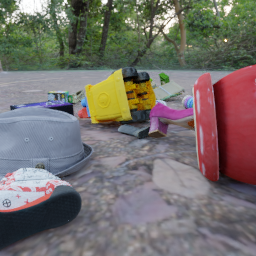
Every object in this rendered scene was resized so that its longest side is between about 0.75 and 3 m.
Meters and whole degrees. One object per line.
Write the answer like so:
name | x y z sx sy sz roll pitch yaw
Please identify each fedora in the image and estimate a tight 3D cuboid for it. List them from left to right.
fedora | -2.134 0.233 6.177 2.716 1.226 2.402 -2 15 -9

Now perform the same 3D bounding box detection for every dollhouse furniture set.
dollhouse furniture set | 1.996 -1.934 15.947 1.632 1.250 2.491 -25 39 -12

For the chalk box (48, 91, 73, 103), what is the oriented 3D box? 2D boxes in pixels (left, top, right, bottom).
chalk box | -3.224 -1.407 13.560 1.142 0.713 0.708 1 15 1

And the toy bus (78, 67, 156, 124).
toy bus | -0.426 -0.903 10.052 2.525 1.785 2.631 -14 -2 27

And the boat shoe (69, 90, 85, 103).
boat shoe | -2.833 -1.650 14.766 0.653 0.558 1.780 5 15 18

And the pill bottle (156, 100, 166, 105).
pill bottle | 1.205 -0.849 11.620 0.591 0.591 0.987 8 16 30

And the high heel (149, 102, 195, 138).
high heel | 1.539 -0.471 7.532 0.816 1.162 2.423 28 -30 -29

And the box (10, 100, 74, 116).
box | -3.081 -0.512 10.106 1.856 0.732 1.310 -12 16 -38

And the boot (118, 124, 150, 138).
boot | 0.285 0.070 8.742 0.850 0.339 0.935 -9 10 -37

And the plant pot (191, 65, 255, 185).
plant pot | 2.350 -0.021 5.243 2.142 2.353 2.353 -6 13 14

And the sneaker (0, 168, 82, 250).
sneaker | -1.827 1.100 3.918 2.114 0.706 1.133 -6 14 -35

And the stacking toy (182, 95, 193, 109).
stacking toy | 3.066 -0.989 12.409 0.619 0.619 1.451 -8 23 -27
